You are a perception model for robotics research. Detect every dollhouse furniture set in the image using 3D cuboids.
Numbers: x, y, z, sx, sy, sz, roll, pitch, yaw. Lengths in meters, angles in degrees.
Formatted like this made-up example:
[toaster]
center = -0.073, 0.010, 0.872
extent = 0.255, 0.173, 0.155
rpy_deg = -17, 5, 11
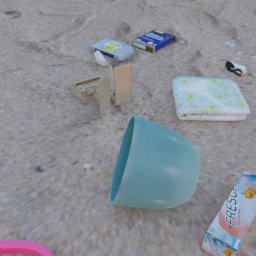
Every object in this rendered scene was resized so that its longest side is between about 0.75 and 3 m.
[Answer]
[dollhouse furniture set]
center = -1.093, -1.914, 10.746
extent = 1.826, 1.564, 1.920
rpy_deg = -21, 45, -22

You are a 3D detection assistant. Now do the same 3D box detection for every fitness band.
[fitness band]
center = -2.508, 3.114, 5.826
extent = 2.075, 0.388, 1.490
rpy_deg = 0, 41, 2

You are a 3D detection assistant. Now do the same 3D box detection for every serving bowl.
[serving bowl]
center = -1.294, -3.148, 12.855
extent = 0.257, 0.782, 0.782
rpy_deg = -38, 50, -10

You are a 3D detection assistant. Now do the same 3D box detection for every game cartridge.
[game cartridge]
center = -0.768, -3.952, 14.056
extent = 1.993, 0.403, 1.329
rpy_deg = 27, 44, 27

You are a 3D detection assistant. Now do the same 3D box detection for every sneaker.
[sneaker]
center = 4.929, -2.717, 12.673
extent = 0.591, 0.388, 1.028
rpy_deg = -17, 51, -32

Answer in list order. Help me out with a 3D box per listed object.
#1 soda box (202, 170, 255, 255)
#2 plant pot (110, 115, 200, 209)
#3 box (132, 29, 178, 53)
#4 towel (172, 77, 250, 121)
[soda box]
center = 2.626, 2.069, 6.727
extent = 0.715, 0.769, 2.250
rpy_deg = 27, 47, 27
[plant pot]
center = 0.693, 0.993, 7.028
extent = 1.800, 2.243, 2.243
rpy_deg = 16, 41, -7
[box]
center = 1.510, -4.725, 14.946
extent = 1.412, 0.378, 2.332
rpy_deg = 30, 48, 30
[towel]
center = 3.037, -1.149, 10.593
extent = 2.573, 0.620, 2.203
rpy_deg = 0, 40, 1
